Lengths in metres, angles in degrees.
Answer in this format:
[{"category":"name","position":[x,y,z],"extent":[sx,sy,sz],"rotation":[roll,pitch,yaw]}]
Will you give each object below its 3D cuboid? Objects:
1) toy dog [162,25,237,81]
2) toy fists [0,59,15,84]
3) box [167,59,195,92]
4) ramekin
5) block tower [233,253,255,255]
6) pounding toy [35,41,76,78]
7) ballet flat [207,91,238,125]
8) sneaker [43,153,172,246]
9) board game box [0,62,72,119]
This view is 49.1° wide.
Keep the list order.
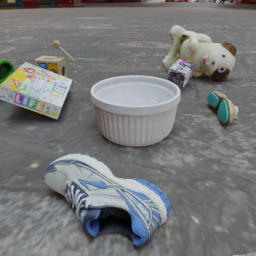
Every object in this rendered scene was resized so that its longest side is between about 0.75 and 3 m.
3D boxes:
[{"category":"toy dog","position":[3.340,-3.089,12.472],"extent":[2.765,1.990,2.851],"rotation":[7,20,-39]},{"category":"toy fists","position":[-5.159,-1.629,9.820],"extent":[1.220,0.823,2.393],"rotation":[10,56,38]},{"category":"box","position":[2.101,-2.131,11.202],"extent":[0.727,0.837,1.267],"rotation":[22,38,17]},{"category":"ramekin","position":[0.213,-0.510,7.893],"extent":[2.435,1.278,2.435],"rotation":[0,28,0]},{"category":"block tower","position":[1.352,2.114,3.741],"extent":[2.052,0.554,0.593],"rotation":[-2,29,-6]},{"category":"pounding toy","position":[-2.950,-2.613,11.368],"extent":[1.494,1.700,0.778],"rotation":[5,29,9]},{"category":"ballet flat","position":[3.110,-0.671,8.885],"extent":[0.649,0.700,1.987],"rotation":[9,30,-7]},{"category":"sneaker","position":[-0.602,1.248,4.975],"extent":[2.577,0.993,1.098],"rotation":[13,35,24]},{"category":"board game box","position":[-2.970,-1.352,9.433],"extent":[1.826,0.465,2.717],"rotation":[20,24,-14]}]
